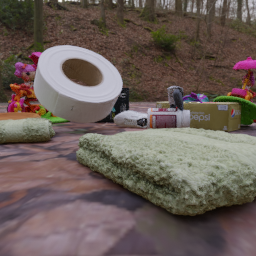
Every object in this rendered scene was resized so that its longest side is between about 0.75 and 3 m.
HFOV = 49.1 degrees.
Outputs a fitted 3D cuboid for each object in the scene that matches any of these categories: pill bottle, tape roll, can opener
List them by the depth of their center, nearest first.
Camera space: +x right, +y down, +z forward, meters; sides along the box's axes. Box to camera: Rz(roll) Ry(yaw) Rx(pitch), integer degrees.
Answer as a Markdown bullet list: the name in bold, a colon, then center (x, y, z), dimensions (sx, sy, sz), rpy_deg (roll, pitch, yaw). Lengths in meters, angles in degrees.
- **pill bottle**: center (1.092, -0.214, 7.546), dimensions (1.109, 0.633, 0.633), rpy_deg (1, 6, 9)
- **can opener**: center (1.324, -0.476, 7.689), dimensions (0.405, 1.520, 0.508), rpy_deg (2, 44, 15)
- **tape roll**: center (-1.356, -1.243, 7.715), dimensions (2.336, 0.817, 2.336), rpy_deg (16, 44, -16)

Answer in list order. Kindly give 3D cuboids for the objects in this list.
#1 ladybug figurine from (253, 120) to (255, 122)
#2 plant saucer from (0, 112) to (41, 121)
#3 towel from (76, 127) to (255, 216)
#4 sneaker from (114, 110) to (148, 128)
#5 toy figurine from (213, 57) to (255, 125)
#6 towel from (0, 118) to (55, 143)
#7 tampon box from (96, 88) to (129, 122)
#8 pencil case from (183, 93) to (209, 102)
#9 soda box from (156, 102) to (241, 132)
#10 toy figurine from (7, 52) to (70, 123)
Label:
- **ladybug figurine**: center (5.016, -0.553, 10.606), dimensions (1.732, 0.623, 1.176), rpy_deg (1, 6, 6)
- **plant saucer**: center (-3.468, -0.223, 8.451), dimensions (1.877, 0.351, 1.877), rpy_deg (2, 10, 0)
- **towel**: center (0.594, 0.308, 3.501), dimensions (2.017, 0.496, 2.718), rpy_deg (-4, 8, -27)
- **sneaker**: center (0.197, -0.232, 8.557), dimensions (1.347, 0.515, 0.542), rpy_deg (0, 15, 12)
- **toy figurine**: center (3.701, -1.242, 8.751), dimensions (1.441, 1.767, 1.920), rpy_deg (15, -14, 35)
- **towel**: center (-2.629, 0.001, 6.556), dimensions (1.740, 0.428, 2.345), rpy_deg (-3, 7, -16)
- **tampon box**: center (-0.865, -0.892, 10.660), dimensions (1.708, 1.280, 1.078), rpy_deg (-1, 6, -10)
- **pencil case**: center (2.633, -0.856, 11.149), dimensions (1.022, 1.110, 2.402), rpy_deg (26, 16, 15)
- **soda box**: center (2.058, -0.399, 8.515), dimensions (2.465, 0.789, 0.835), rpy_deg (7, 9, 42)
- **toy figurine**: center (-3.452, -1.476, 10.290), dimensions (2.078, 2.548, 2.768), rpy_deg (6, 9, 43)
